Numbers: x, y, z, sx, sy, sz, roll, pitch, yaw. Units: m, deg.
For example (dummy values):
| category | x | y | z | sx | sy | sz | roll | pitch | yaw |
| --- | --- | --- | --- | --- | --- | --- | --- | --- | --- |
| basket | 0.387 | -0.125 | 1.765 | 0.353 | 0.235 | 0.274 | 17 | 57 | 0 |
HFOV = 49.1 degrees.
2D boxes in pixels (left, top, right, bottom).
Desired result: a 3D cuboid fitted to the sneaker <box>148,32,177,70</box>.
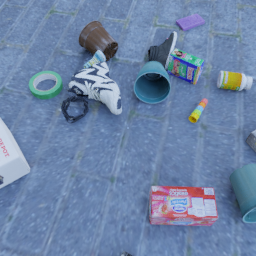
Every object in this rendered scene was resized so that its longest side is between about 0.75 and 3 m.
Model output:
| category | x | y | z | sx | sy | sz | roll | pitch | yaw |
| --- | --- | --- | --- | --- | --- | --- | --- | --- | --- |
| sneaker | 1.517 | -3.635 | 12.577 | 1.081 | 0.771 | 2.180 | 16 | 62 | 5 |

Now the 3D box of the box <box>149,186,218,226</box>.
| category | x | y | z | sx | sy | sz | roll | pitch | yaw |
| --- | --- | --- | --- | --- | --- | --- | --- | --- | --- |
| box | 1.617 | 2.375 | 8.495 | 1.917 | 0.915 | 0.956 | 1 | 56 | 1 |

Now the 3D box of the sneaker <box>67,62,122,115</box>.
| category | x | y | z | sx | sy | sz | roll | pitch | yaw |
| --- | --- | --- | --- | --- | --- | --- | --- | --- | --- |
| sneaker | -1.389 | -1.407 | 10.907 | 1.823 | 1.118 | 2.802 | -17 | 58 | -10 |

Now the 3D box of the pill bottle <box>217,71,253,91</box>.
| category | x | y | z | sx | sy | sz | roll | pitch | yaw |
| --- | --- | --- | --- | --- | --- | --- | --- | --- | --- |
| pill bottle | 4.365 | -1.915 | 11.480 | 1.265 | 0.703 | 0.703 | 9 | 57 | 6 |

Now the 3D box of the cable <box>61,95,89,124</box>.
| category | x | y | z | sx | sy | sz | roll | pitch | yaw |
| --- | --- | --- | --- | --- | --- | --- | --- | --- | --- |
| cable | -1.989 | -0.762 | 10.595 | 1.151 | 0.292 | 0.939 | -36 | 106 | -30 |

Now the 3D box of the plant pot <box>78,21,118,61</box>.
| category | x | y | z | sx | sy | sz | roll | pitch | yaw |
| --- | --- | --- | --- | --- | --- | --- | --- | --- | --- |
| plant pot | -1.233 | -3.767 | 12.434 | 1.373 | 1.373 | 1.360 | -39 | 73 | -23 |

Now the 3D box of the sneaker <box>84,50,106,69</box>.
| category | x | y | z | sx | sy | sz | roll | pitch | yaw |
| --- | --- | --- | --- | --- | --- | --- | --- | --- | --- |
| sneaker | -1.440 | -2.739 | 11.813 | 0.857 | 1.313 | 0.522 | -42 | 94 | -16 |

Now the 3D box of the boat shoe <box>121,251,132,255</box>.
| category | x | y | z | sx | sy | sz | roll | pitch | yaw |
| --- | --- | --- | --- | --- | --- | --- | --- | --- | --- |
| boat shoe | -0.448 | 4.217 | 7.371 | 0.682 | 0.737 | 1.997 | 30 | 61 | 14 |

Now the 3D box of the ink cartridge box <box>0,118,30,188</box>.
| category | x | y | z | sx | sy | sz | roll | pitch | yaw |
| --- | --- | --- | --- | --- | --- | --- | --- | --- | --- |
| ink cartridge box | -5.062 | 1.152 | 9.123 | 2.912 | 1.228 | 2.108 | -29 | 61 | -18 |

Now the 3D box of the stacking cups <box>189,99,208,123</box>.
| category | x | y | z | sx | sy | sz | roll | pitch | yaw |
| --- | --- | --- | --- | --- | --- | --- | --- | --- | --- |
| stacking cups | 2.748 | -0.717 | 10.925 | 0.355 | 0.355 | 1.174 | 26 | 57 | 16 |

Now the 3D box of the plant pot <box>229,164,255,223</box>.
| category | x | y | z | sx | sy | sz | roll | pitch | yaw |
| --- | --- | --- | --- | --- | --- | --- | --- | --- | --- |
| plant pot | 3.906 | 1.952 | 8.600 | 1.424 | 1.424 | 1.395 | -8 | 48 | -6 |

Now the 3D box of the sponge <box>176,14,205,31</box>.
| category | x | y | z | sx | sy | sz | roll | pitch | yaw |
| --- | --- | --- | --- | --- | --- | --- | --- | --- | --- |
| sponge | 3.127 | -5.318 | 14.060 | 1.299 | 0.194 | 0.725 | -24 | 60 | -15 |

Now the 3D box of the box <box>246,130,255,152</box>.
| category | x | y | z | sx | sy | sz | roll | pitch | yaw |
| --- | --- | --- | --- | --- | --- | --- | --- | --- | --- |
| box | 5.863 | 0.820 | 9.679 | 2.146 | 0.655 | 2.709 | -25 | 60 | -17 |

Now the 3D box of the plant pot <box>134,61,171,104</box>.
| category | x | y | z | sx | sy | sz | roll | pitch | yaw |
| --- | --- | --- | --- | --- | --- | --- | --- | --- | --- |
| plant pot | 0.990 | -1.934 | 11.185 | 1.423 | 1.423 | 1.337 | 5 | 41 | 3 |

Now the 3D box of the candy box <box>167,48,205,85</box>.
| category | x | y | z | sx | sy | sz | roll | pitch | yaw |
| --- | --- | --- | --- | --- | --- | --- | --- | --- | --- |
| candy box | 2.375 | -2.541 | 11.635 | 1.351 | 1.142 | 0.520 | 27 | 65 | 16 |

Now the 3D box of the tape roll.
| category | x | y | z | sx | sy | sz | roll | pitch | yaw |
| --- | --- | --- | --- | --- | --- | --- | --- | --- | --- |
| tape roll | -3.405 | -1.796 | 11.639 | 1.336 | 0.321 | 1.336 | 0 | 57 | 0 |
